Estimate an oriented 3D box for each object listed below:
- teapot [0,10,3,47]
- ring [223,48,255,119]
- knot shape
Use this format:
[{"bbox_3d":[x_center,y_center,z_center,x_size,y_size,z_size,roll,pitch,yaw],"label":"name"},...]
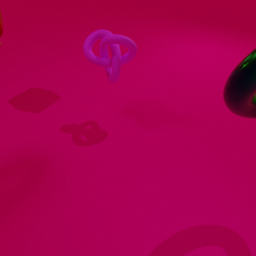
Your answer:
[{"bbox_3d":[-2.791,-1.896,5.090,1.059,1.703,0.834,-32,83,-2],"label":"teapot"},{"bbox_3d":[2.309,-0.719,3.716,2.070,2.070,0.414,-8,66,-10],"label":"ring"},{"bbox_3d":[-0.378,-1.865,6.951,1.290,1.378,0.637,-19,16,41],"label":"knot shape"}]
